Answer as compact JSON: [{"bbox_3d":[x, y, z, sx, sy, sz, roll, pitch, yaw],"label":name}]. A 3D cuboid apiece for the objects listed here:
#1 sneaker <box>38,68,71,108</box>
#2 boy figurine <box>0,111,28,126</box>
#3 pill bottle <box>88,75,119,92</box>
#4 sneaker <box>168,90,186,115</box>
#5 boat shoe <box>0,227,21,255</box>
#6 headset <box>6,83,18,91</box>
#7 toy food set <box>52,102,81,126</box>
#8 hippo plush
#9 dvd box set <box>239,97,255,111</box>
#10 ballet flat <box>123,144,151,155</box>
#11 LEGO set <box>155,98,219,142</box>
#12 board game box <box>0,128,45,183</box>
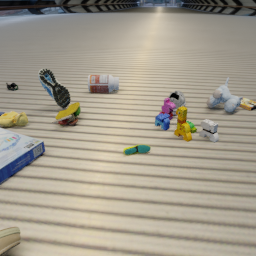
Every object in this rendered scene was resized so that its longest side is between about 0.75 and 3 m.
[{"bbox_3d":[-3.111,-1.677,11.830,0.733,1.870,0.841,-39,23,-20],"label":"sneaker"},{"bbox_3d":[-4.659,-0.395,10.775,1.707,0.550,1.062,8,26,19],"label":"boy figurine"},{"bbox_3d":[-1.195,-2.195,13.806,1.492,0.837,0.837,1,28,0],"label":"pill bottle"},{"bbox_3d":[2.131,-1.279,12.114,0.736,0.807,1.969,7,29,13],"label":"sneaker"},{"bbox_3d":[-2.946,2.689,4.790,0.865,0.960,2.662,52,37,11],"label":"boat shoe"},{"bbox_3d":[-5.959,-2.093,14.300,0.789,0.371,0.487,33,43,23],"label":"headset"},{"bbox_3d":[-2.284,-0.430,10.955,0.969,0.538,1.648,-20,23,14],"label":"toy food set"},{"bbox_3d":[4.160,-1.158,11.999,1.152,1.141,1.433,41,52,12],"label":"hippo plush"},{"bbox_3d":[5.247,-1.092,12.457,0.774,0.156,1.058,-16,32,-29],"label":"dvd box set"},{"bbox_3d":[0.276,0.669,9.068,0.906,0.303,0.304,-8,16,-12],"label":"ballet flat"},{"bbox_3d":[1.910,-0.398,10.143,1.044,1.124,2.738,-22,35,-34],"label":"LEGO set"},{"bbox_3d":[-4.155,0.823,8.526,2.246,0.489,2.257,14,31,25],"label":"board game box"}]
